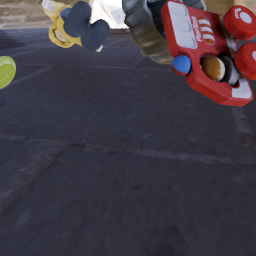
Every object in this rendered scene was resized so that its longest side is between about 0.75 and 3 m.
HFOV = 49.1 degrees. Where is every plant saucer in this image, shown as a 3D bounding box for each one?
[{"bbox_3d":[-2.576,-1.073,5.675,0.126,0.808,0.808,38,34,10],"label":"plant saucer"}]

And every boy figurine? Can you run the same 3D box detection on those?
[{"bbox_3d":[-1.240,-2.172,6.014,1.467,0.760,2.359,36,-3,-31],"label":"boy figurine"}]

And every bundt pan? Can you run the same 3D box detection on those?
[{"bbox_3d":[0.899,-2.915,7.208,1.084,2.887,2.887,-12,11,43],"label":"bundt pan"}]

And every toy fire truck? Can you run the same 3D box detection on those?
[{"bbox_3d":[1.553,-1.433,5.408,1.790,2.131,1.195,3,-23,-20],"label":"toy fire truck"}]
